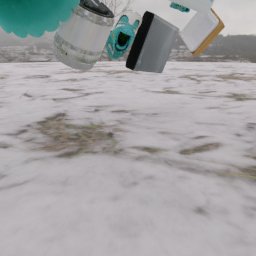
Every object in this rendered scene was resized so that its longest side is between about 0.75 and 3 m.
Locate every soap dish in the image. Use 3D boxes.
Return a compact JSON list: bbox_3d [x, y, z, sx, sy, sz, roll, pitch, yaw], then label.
[{"bbox_3d":[2.311,-3.046,8.727,0.527,1.297,1.021,4,51,-38],"label":"soap dish"}]

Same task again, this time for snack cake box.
[{"bbox_3d":[1.533,-3.735,7.448,1.158,0.676,2.013,16,33,-11],"label":"snack cake box"}]

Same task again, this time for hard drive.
[{"bbox_3d":[0.960,-3.021,10.339,0.453,1.922,2.754,29,20,21],"label":"hard drive"}]

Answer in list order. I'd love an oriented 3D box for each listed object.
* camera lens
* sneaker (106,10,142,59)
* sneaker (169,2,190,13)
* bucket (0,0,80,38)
[{"bbox_3d":[-1.214,-2.598,7.581,1.344,1.681,1.344,21,33,-14],"label":"camera lens"},{"bbox_3d":[-0.285,-2.889,9.248,0.894,0.919,2.307,17,-19,-12],"label":"sneaker"},{"bbox_3d":[2.151,-5.013,11.467,1.247,0.483,0.497,-13,53,-48],"label":"sneaker"},{"bbox_3d":[-2.196,-3.116,6.041,2.061,1.341,2.061,-31,-14,-9],"label":"bucket"}]
